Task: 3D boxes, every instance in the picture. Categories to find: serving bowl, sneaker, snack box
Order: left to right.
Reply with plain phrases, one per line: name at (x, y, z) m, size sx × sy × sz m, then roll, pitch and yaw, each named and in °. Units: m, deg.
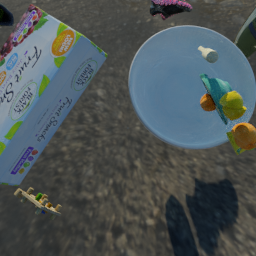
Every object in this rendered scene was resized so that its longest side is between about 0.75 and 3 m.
sneaker at (-3.594, -2.797, 6.225) m, size 0.964 × 0.880 × 2.381 m, roll 27°, pitch 21°, yaw 21°
snack box at (-1.872, -0.652, 5.058) m, size 1.968 × 0.733 × 2.767 m, roll 39°, pitch 97°, yaw 36°
sneaker at (1.352, -3.834, 9.047) m, size 1.492 × 0.712 × 0.589 m, roll -1°, pitch 41°, yaw -20°
serving bowl at (1.447, -0.884, 6.768) m, size 2.973 × 0.978 × 2.973 m, roll 1°, pitch 76°, yaw -5°
sneaker at (4.085, -2.794, 7.870) m, size 0.983 × 2.931 × 1.316 m, roll -19°, pitch 63°, yaw -25°

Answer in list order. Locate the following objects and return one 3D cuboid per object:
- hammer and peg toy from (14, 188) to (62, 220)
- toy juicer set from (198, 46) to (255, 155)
hammer and peg toy at (-1.827, 1.479, 5.699) m, size 0.932 × 0.685 × 0.329 m, roll 22°, pitch 73°, yaw 33°
toy juicer set at (1.704, -0.577, 5.382) m, size 0.665 × 1.554 × 2.442 m, roll -26°, pitch 84°, yaw 15°
